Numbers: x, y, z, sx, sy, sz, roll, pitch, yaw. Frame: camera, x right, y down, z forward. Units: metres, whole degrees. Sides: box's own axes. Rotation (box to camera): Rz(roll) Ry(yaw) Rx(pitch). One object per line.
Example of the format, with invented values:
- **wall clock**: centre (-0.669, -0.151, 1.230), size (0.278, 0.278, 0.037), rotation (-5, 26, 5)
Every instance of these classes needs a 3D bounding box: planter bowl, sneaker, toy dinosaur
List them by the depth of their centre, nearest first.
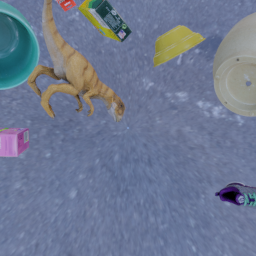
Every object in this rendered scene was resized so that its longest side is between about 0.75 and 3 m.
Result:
- **sneaker**: centre (1.333, 0.763, 2.912), size (0.351, 0.802, 0.298), rotation (-5, 92, -43)
- **toy dinosaur**: centre (-1.064, -1.071, 4.913), size (1.517, 2.856, 0.863), rotation (-36, 44, 1)
- **planter bowl**: centre (2.443, -1.032, 5.290), size (1.994, 1.994, 1.342), rotation (40, 53, 14)
- **planter bowl**: centre (0.953, -1.781, 5.837), size (1.217, 1.217, 0.507), rotation (-31, 102, -11)

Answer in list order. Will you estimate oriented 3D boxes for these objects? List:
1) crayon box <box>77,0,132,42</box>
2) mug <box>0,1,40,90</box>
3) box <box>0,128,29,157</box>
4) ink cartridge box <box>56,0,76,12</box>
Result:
- **crayon box**: centre (-0.526, -2.280, 5.820), size (0.335, 0.837, 1.319), rotation (-48, 36, 0)
- **mug**: centre (-2.412, -1.707, 5.092), size (1.435, 1.747, 1.080), rotation (1, 33, -31)
- **box**: centre (-2.498, 0.257, 5.489), size (0.897, 0.789, 0.433), rotation (1, 99, -4)
- **ink cartridge box**: centre (-1.826, -3.691, 7.769), size (0.431, 0.199, 0.791), rotation (-39, 97, -16)
